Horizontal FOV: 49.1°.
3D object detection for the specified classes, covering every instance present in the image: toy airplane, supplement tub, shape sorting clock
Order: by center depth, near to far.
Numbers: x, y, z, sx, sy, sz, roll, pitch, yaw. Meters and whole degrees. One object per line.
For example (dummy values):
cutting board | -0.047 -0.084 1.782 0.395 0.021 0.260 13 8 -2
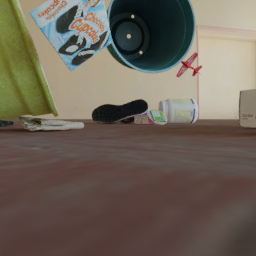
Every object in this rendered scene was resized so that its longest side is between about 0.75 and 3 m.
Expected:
toy airplane | 2.655 -2.608 11.891 1.308 1.308 0.241 0 38 -6
shape sorting clock | 1.358 -0.498 12.801 0.951 0.187 0.951 11 44 -11
supplement tub | 2.596 -0.891 14.704 1.814 1.315 1.315 0 2 -7

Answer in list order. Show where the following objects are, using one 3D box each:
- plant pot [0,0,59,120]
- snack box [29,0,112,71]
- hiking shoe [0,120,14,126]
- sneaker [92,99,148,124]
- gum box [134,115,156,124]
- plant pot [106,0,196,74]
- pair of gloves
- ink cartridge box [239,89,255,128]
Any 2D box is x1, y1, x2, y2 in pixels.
plant pot | -3.314 -1.203 6.195 2.701 2.938 2.938 -21 7 -13
snack box | -0.882 -1.742 4.979 1.094 0.349 1.883 -36 -8 -2
hiking shoe | -4.812 -0.283 10.481 0.654 0.561 1.508 -7 -7 -4
sneaker | -0.379 -0.557 14.421 2.899 1.098 1.269 -8 -27 -2
gum box | 0.904 -0.397 13.438 0.724 0.422 1.276 -1 3 -31
plant pot | 0.382 -3.323 9.734 2.894 2.894 2.719 -1 9 -17
pair of gloves | -2.394 -0.105 7.440 1.958 0.343 1.665 7 1 34
ink cartridge box | 5.240 -0.603 8.497 2.946 1.249 2.146 -3 3 -20
